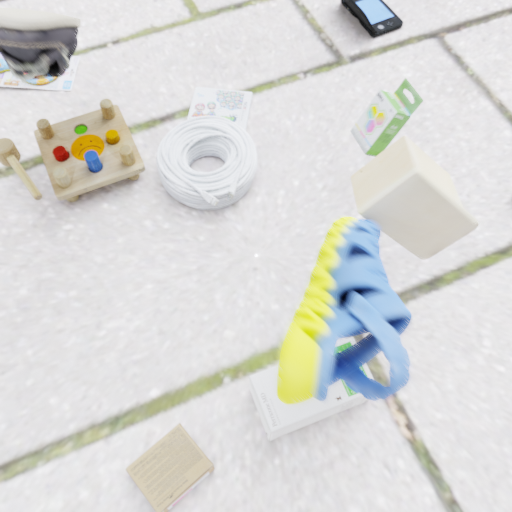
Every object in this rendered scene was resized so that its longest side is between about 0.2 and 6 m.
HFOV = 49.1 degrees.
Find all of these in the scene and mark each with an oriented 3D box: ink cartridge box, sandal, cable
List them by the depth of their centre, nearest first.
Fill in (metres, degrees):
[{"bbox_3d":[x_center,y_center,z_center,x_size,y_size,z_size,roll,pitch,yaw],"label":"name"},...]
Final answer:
[{"bbox_3d":[1.126,0.602,6.263,1.254,1.144,2.879,13,41,11],"label":"sandal"},{"bbox_3d":[-1.255,3.136,8.249,1.017,0.382,0.838,-37,68,-19],"label":"ink cartridge box"},{"bbox_3d":[1.944,-2.103,8.465,0.328,1.105,0.574,5,47,-33],"label":"ink cartridge box"},{"bbox_3d":[-0.932,-1.817,10.855,1.947,0.674,1.947,27,64,16],"label":"cable"}]

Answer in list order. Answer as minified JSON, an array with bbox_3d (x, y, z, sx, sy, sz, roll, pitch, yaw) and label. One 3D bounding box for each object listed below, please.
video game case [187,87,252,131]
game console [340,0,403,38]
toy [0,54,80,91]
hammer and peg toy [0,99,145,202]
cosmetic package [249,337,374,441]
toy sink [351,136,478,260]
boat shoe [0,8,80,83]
[{"bbox_3d":[-0.770,-3.079,11.850,1.254,0.149,1.142,6,61,4],"label":"video game case"},{"bbox_3d":[2.581,-5.898,13.014,1.310,0.867,1.489,-24,64,-12],"label":"game console"},{"bbox_3d":[-4.950,-4.187,12.301,1.899,0.448,1.093,1,61,1],"label":"toy"},{"bbox_3d":[-3.559,-1.864,10.769,2.495,0.880,1.835,-22,65,-12],"label":"hammer and peg toy"},{"bbox_3d":[0.847,2.052,8.651,1.751,0.743,0.942,-19,65,-12],"label":"cosmetic package"},{"bbox_3d":[2.096,-0.750,7.433,1.427,0.930,0.800,30,39,-30],"label":"toy sink"},{"bbox_3d":[-3.386,-3.251,8.803,1.239,1.070,3.410,3,19,-13],"label":"boat shoe"}]
